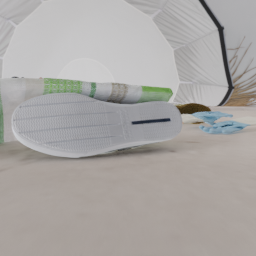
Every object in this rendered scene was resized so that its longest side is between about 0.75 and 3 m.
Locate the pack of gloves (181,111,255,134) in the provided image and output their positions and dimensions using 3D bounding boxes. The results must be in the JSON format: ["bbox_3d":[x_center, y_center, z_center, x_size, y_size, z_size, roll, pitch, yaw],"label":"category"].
[{"bbox_3d":[2.300,-0.052,7.273,2.110,0.416,1.773,-9,18,-32],"label":"pack of gloves"}]

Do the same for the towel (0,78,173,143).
[{"bbox_3d":[-0.853,-0.172,4.507,2.638,0.405,1.968,0,-18,-21],"label":"towel"}]

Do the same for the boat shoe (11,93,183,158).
[{"bbox_3d":[-0.376,0.058,3.900,2.290,0.826,0.812,2,-19,-20],"label":"boat shoe"}]

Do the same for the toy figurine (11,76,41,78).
[{"bbox_3d":[-3.199,-0.922,9.279,1.573,1.549,1.094,-3,18,-22],"label":"toy figurine"}]

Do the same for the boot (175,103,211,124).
[{"bbox_3d":[1.724,-0.508,9.654,1.906,0.687,1.474,-2,5,-9],"label":"boot"}]
